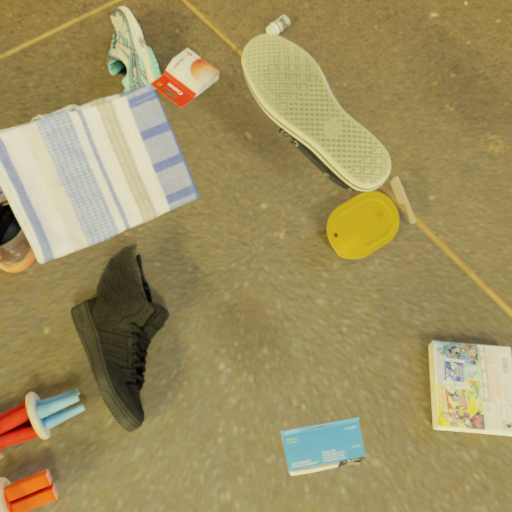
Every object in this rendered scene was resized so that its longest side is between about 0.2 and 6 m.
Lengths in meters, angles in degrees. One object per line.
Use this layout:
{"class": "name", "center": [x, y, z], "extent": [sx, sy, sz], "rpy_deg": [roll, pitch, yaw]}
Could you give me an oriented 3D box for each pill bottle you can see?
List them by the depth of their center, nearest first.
{"class": "pill bottle", "center": [0.569, -6.067, 14.808], "extent": [0.619, 0.350, 0.350], "rpy_deg": [-42, 70, -19]}

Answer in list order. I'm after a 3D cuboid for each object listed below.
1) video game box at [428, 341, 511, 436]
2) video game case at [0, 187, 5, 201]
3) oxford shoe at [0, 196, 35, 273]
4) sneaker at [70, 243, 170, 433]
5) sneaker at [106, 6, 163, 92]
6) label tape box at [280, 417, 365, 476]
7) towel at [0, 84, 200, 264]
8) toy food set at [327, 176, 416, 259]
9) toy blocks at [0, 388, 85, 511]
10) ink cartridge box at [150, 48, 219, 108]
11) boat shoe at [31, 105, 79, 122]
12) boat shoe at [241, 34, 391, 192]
{"class": "video game box", "center": [4.033, 2.462, 10.454], "extent": [1.495, 0.384, 1.640], "rpy_deg": [6, 63, 0]}
{"class": "video game case", "center": [-5.506, -1.603, 12.234], "extent": [0.222, 0.887, 0.978], "rpy_deg": [27, 66, 13]}
{"class": "oxford shoe", "center": [-4.835, -1.093, 11.892], "extent": [1.006, 1.029, 2.823], "rpy_deg": [5, 63, 3]}
{"class": "sneaker", "center": [-2.359, 1.470, 10.607], "extent": [1.722, 0.992, 3.302], "rpy_deg": [-28, 63, -8]}
{"class": "sneaker", "center": [-3.274, -5.153, 13.977], "extent": [1.170, 1.052, 2.711], "rpy_deg": [-24, 65, -8]}
{"class": "label tape box", "center": [0.856, 2.492, 7.231], "extent": [1.003, 1.390, 0.440], "rpy_deg": [-11, 64, 1]}
{"class": "towel", "center": [-2.455, -1.319, 8.635], "extent": [2.824, 0.336, 2.074], "rpy_deg": [-25, 100, -22]}
{"class": "toy food set", "center": [2.345, -0.716, 11.997], "extent": [2.028, 0.662, 1.193], "rpy_deg": [-29, 91, -12]}
{"class": "toy blocks", "center": [-4.063, 3.504, 9.628], "extent": [2.495, 0.906, 2.080], "rpy_deg": [-22, 65, -11]}
{"class": "ink cartridge box", "center": [-1.592, -3.971, 12.440], "extent": [0.997, 0.308, 1.229], "rpy_deg": [40, 65, 12]}
{"class": "boat shoe", "center": [-4.880, -2.870, 12.946], "extent": [0.777, 0.765, 2.190], "rpy_deg": [37, 69, 17]}
{"class": "boat shoe", "center": [0.859, -2.150, 8.754], "extent": [1.127, 0.940, 3.020], "rpy_deg": [-42, 87, -7]}
